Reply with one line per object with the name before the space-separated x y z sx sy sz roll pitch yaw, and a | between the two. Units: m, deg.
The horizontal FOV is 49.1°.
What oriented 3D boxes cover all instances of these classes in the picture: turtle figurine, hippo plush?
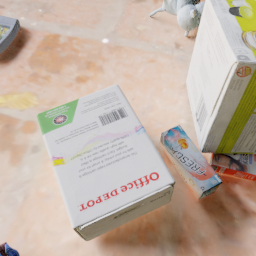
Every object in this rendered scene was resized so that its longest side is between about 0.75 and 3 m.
turtle figurine | -3.418 2.878 4.860 2.360 1.752 2.434 13 54 13
hippo plush | 2.033 -4.234 9.484 2.110 1.680 1.696 -15 58 -10

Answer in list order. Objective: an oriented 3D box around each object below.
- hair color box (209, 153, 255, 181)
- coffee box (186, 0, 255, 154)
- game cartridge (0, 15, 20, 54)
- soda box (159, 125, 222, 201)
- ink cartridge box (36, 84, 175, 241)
hair color box | 2.636 0.850 6.975 1.132 0.362 0.628 12 57 9
coffee box | 3.143 -1.248 6.687 2.748 2.779 2.775 1 50 -1
game cartridge | -4.623 -3.146 9.573 1.322 0.406 1.986 17 59 6
soda box | 1.472 0.817 6.842 0.568 0.611 1.787 -24 60 -15
ink cartridge box | -0.570 0.689 6.441 2.142 1.242 2.958 -22 57 -10
